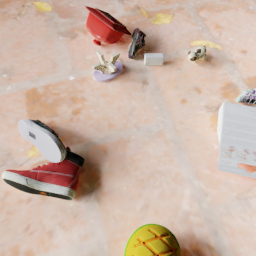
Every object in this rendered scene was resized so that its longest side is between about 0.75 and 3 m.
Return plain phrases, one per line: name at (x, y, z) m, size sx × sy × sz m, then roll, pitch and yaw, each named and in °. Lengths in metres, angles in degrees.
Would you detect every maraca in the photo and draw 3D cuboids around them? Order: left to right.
maraca at (0.681, 4.083, 8.131) m, size 1.746 × 1.362 × 2.546 m, roll 13°, pitch 58°, yaw 2°

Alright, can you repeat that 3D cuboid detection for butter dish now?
butter dish at (-1.173, -4.614, 13.342) m, size 1.990 × 1.475 × 1.995 m, roll 42°, pitch 25°, yaw 11°

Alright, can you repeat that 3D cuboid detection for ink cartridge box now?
ink cartridge box at (4.633, 0.556, 10.724) m, size 2.359 × 0.697 × 2.947 m, roll 12°, pitch 66°, yaw 6°

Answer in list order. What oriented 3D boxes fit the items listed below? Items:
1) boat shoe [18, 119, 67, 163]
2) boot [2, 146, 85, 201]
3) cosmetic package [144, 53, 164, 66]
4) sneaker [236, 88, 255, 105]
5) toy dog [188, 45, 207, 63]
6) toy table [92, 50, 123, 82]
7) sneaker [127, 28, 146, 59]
boat shoe at (-3.029, 0.326, 10.325) m, size 2.777 × 0.953 × 0.786 m, roll 30°, pitch 30°, yaw 34°
boot at (-2.950, 1.407, 10.021) m, size 2.593 × 0.939 × 1.870 m, roll 12°, pitch 59°, yaw -2°
cosmetic package at (1.198, -3.168, 12.949) m, size 0.850 × 0.480 × 0.345 m, roll -1°, pitch 48°, yaw -3°
sneaker at (5.438, -1.106, 11.650) m, size 1.619 × 0.629 × 1.132 m, roll -20°, pitch 60°, yaw -11°
toy dog at (3.160, -3.351, 12.874) m, size 0.899 × 0.871 × 0.627 m, roll -28°, pitch 83°, yaw -21°
toy table at (-0.926, -2.777, 12.517) m, size 1.359 × 0.866 × 1.478 m, roll 37°, pitch 67°, yaw 20°
sneaker at (0.488, -3.987, 13.336) m, size 0.689 × 0.641 × 1.596 m, roll 21°, pitch 77°, yaw -19°
